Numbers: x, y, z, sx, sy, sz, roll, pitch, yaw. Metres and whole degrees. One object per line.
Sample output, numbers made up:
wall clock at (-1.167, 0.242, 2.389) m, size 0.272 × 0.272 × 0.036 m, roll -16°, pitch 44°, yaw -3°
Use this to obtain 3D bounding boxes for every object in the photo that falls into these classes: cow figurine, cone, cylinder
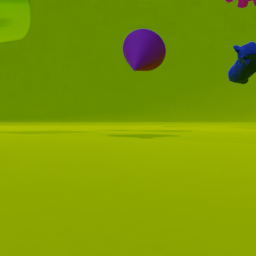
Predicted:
cow figurine at (2.916, -1.607, 7.114) m, size 1.179 × 0.658 × 1.198 m, roll -6°, pitch -31°, yaw -35°
cone at (0.400, -2.417, 9.954) m, size 1.663 × 1.663 × 1.669 m, roll 0°, pitch 37°, yaw 18°
cylinder at (-2.502, -2.005, 4.563) m, size 1.286 × 1.286 × 1.286 m, roll 1°, pitch 22°, yaw 41°

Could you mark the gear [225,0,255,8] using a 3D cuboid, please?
gear at (2.995, -3.832, 6.829) m, size 1.625 × 1.625 × 0.301 m, roll 1°, pitch 24°, yaw 40°
